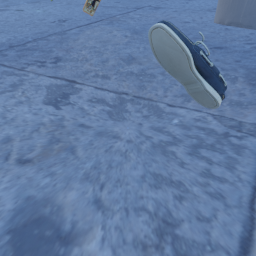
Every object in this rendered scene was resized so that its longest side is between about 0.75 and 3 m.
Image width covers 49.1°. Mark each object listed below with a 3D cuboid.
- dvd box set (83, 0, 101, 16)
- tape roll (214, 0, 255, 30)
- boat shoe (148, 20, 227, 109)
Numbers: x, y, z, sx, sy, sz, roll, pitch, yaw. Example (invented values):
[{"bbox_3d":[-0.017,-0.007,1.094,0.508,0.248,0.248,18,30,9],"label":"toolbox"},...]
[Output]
[{"bbox_3d":[-0.193,-2.031,3.408,0.166,1.128,0.825,25,44,-18],"label":"dvd box set"},{"bbox_3d":[2.710,-2.251,5.431,1.942,0.642,1.942,5,25,-2],"label":"tape roll"},{"bbox_3d":[0.784,-0.802,3.413,0.416,1.347,0.504,-57,22,-20],"label":"boat shoe"}]
